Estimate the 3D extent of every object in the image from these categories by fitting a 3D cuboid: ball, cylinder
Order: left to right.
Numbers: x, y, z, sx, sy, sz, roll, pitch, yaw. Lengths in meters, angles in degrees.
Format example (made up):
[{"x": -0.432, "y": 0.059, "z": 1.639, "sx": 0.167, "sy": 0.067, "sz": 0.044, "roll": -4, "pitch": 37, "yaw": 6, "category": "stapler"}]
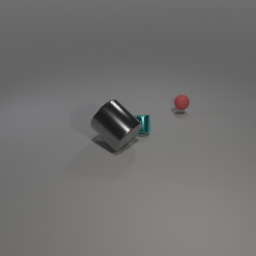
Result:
[{"x": -0.425, "y": -0.093, "z": 10.382, "sx": 1.400, "sy": 1.400, "sz": 1.400, "roll": 43, "pitch": 45, "yaw": 14, "category": "cylinder"}, {"x": 0.576, "y": -0.173, "z": 11.477, "sx": 0.700, "sy": 0.700, "sz": 0.700, "roll": -4, "pitch": 4, "yaw": 0, "category": "cylinder"}, {"x": 2.483, "y": -1.186, "z": 12.917, "sx": 0.700, "sy": 0.700, "sz": 0.700, "roll": 0, "pitch": 30, "yaw": 0, "category": "ball"}]
